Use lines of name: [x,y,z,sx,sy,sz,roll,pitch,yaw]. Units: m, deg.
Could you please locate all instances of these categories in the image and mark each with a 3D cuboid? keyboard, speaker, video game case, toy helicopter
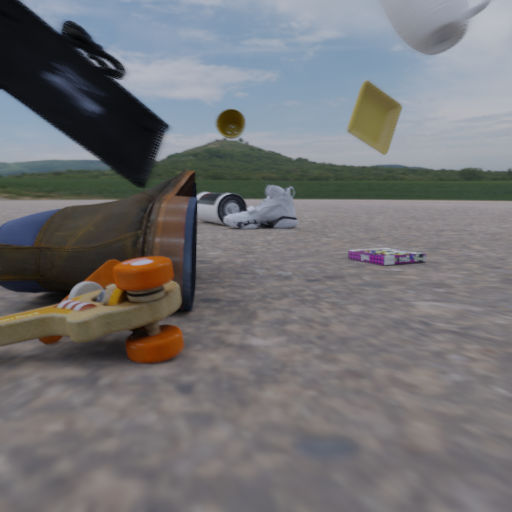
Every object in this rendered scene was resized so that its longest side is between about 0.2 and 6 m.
keyboard: [-3.391,-3.224,10.538,0.519,2.428,4.044,-18,-42,40]
speaker: [-1.204,-1.500,17.759,1.012,1.012,2.491,-3,8,-23]
video game case: [2.105,0.009,9.074,0.850,0.168,0.938,-4,8,-26]
toy helicopter: [-1.419,0.418,4.099,1.730,0.682,1.144,-12,14,-19]

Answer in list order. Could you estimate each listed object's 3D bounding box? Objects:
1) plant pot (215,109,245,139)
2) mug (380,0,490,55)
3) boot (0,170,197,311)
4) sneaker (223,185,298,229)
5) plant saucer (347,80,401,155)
plant pot: [-0.624,-3.261,14.178,0.748,0.748,0.531,0,-10,3]
mug: [2.462,-3.437,7.526,1.356,1.189,1.001,-20,-20,8]
boot: [-1.663,-0.338,6.766,1.896,1.461,3.912,2,9,-6]
sneaker: [0.130,-1.391,15.911,2.127,1.223,0.799,-1,7,-8]
plant saucer: [1.353,-1.605,6.572,0.659,0.659,0.160,23,-8,-32]
